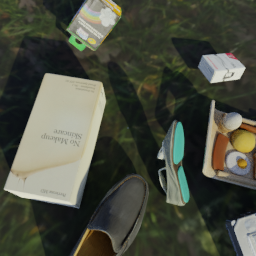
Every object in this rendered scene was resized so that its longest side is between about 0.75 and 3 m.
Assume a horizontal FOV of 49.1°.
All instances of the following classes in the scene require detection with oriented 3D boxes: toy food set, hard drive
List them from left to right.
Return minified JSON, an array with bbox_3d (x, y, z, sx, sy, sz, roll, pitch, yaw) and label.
[{"bbox_3d":[3.047,0.465,6.644,2.536,0.766,1.820,16,65,-3],"label":"toy food set"},{"bbox_3d":[3.734,2.465,5.719,2.919,0.552,2.039,-15,75,-3],"label":"hard drive"}]

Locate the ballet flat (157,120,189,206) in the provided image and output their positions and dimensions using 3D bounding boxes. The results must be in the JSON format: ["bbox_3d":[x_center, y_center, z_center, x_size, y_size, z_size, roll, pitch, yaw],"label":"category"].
[{"bbox_3d":[0.950,0.805,6.278,0.623,0.659,1.955,-2,100,31],"label":"ballet flat"}]

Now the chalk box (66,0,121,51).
[{"bbox_3d":[-1.027,-2.903,7.823,0.969,1.557,0.964,35,29,-23],"label":"chalk box"}]

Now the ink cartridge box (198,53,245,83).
[{"bbox_3d":[2.586,-1.687,7.805,1.010,0.421,0.733,-10,52,-19],"label":"ink cartridge box"}]

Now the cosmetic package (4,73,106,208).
[{"bbox_3d":[-1.577,0.267,6.654,1.501,1.060,2.899,9,67,5],"label":"cosmetic package"}]

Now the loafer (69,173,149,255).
[{"bbox_3d":[-0.394,2.192,5.712,1.088,1.081,2.990,28,66,6],"label":"loafer"}]
